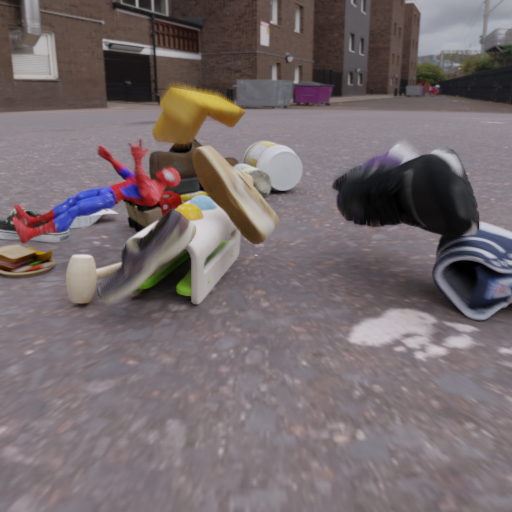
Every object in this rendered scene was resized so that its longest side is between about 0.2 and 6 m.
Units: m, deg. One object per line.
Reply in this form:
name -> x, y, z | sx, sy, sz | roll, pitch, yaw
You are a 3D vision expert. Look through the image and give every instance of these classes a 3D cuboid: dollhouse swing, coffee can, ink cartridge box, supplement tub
dollhouse swing -> -1.085, -2.366, 10.157 | 1.106, 1.070, 1.217 | 35, 24, 29
coffee can -> -0.198, -1.862, 14.096 | 0.801, 0.801, 1.094 | -8, 20, -22
ink cartridge box -> -3.613, -0.836, 11.935 | 1.093, 0.258, 0.875 | -8, 19, -37
supplement tub -> 0.444, -2.411, 15.086 | 1.215, 1.215, 1.683 | -7, 19, -19

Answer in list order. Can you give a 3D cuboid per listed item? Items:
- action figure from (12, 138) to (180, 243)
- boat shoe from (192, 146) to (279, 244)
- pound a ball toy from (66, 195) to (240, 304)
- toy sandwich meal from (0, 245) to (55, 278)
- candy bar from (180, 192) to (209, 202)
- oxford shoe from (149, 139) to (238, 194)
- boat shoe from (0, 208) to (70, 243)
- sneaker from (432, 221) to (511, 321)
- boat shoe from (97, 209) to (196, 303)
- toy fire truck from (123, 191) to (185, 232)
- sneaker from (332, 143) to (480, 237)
action figure -> -2.575, -1.206, 8.937 | 2.677, 1.325, 0.874 | -16, 34, -12
boat shoe -> -0.290, -0.986, 8.478 | 0.588, 1.699, 0.626 | -39, 5, -31
pound a ball toy -> -1.410, -0.200, 8.416 | 1.776, 1.157, 2.723 | 6, 19, 12
toy sandwich meal -> -3.725, 0.061, 8.987 | 0.977, 0.335, 0.977 | 0, 18, 0
candy bar -> -1.934, -1.341, 13.434 | 1.818, 0.202, 0.453 | -15, 15, -38
oxford shoe -> -1.459, -2.426, 14.590 | 1.234, 1.433, 3.396 | -8, 7, 31
boat shoe -> -4.404, -0.635, 10.731 | 1.790, 0.570, 0.633 | 4, 19, 12
sneaker -> 3.653, 0.323, 7.278 | 2.729, 0.956, 1.481 | 15, 29, 24
boat shoe -> -1.444, -0.017, 7.008 | 1.499, 0.486, 0.539 | -38, 27, 5
toy fire truck -> -1.731, -0.930, 11.348 | 1.579, 1.016, 1.390 | -21, 25, -25
sneaker -> 1.964, -0.751, 8.010 | 1.439, 1.245, 3.287 | -21, 12, 2
